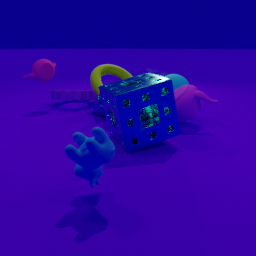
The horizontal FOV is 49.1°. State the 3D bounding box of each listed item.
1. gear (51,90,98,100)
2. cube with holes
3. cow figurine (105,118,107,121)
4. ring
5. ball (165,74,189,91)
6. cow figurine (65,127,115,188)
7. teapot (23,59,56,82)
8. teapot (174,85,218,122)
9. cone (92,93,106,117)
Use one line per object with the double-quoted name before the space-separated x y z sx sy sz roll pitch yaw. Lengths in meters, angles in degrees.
"gear" -1.924 -1.230 10.535 1.849 0.342 1.849 1 6 0
"cube with holes" 0.235 -0.415 6.443 1.292 1.292 1.292 -19 22 -15
"cow figurine" 0.078 -0.534 8.129 1.464 0.804 1.441 28 45 11
"ring" -0.448 -1.512 9.796 1.807 0.361 1.807 16 50 -20
"ball" 1.501 -1.216 9.335 1.147 1.147 1.147 0 17 0
"cow figurine" -0.478 0.448 4.021 0.906 0.892 0.497 -15 37 37
"teapot" -2.946 -1.943 9.504 0.607 0.771 1.240 18 44 39
"teapot" 1.632 -0.643 7.869 1.831 0.897 1.138 -25 22 51
"cone" -0.844 -0.630 8.943 1.027 1.023 1.023 -21 -1 42
